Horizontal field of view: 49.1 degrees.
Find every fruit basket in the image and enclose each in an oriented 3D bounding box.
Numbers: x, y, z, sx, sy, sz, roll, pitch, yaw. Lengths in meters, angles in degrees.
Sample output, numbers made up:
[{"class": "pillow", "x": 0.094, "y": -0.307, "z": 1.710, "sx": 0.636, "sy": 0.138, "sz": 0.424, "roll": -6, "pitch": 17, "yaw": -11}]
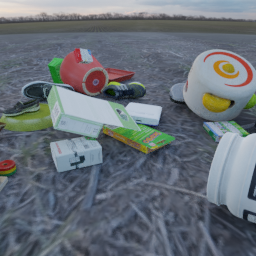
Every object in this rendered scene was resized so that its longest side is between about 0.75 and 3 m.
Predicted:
[{"class": "fruit basket", "x": -3.563, "y": -3.196, "z": 15.366, "sx": 1.087, "sy": 1.508, "sz": 1.508, "roll": 18, "pitch": 29, "yaw": 36}]

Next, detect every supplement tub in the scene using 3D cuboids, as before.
[{"class": "supplement tub", "x": 2.901, "y": 1.062, "z": 5.206, "sx": 2.430, "sy": 1.705, "sz": 1.705, "roll": 15, "pitch": 28, "yaw": 29}]

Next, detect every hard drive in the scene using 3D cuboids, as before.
[{"class": "hard drive", "x": 0.524, "y": -0.543, "z": 10.293, "sx": 1.329, "sy": 0.255, "sz": 2.014, "roll": 8, "pitch": 17, "yaw": 8}]

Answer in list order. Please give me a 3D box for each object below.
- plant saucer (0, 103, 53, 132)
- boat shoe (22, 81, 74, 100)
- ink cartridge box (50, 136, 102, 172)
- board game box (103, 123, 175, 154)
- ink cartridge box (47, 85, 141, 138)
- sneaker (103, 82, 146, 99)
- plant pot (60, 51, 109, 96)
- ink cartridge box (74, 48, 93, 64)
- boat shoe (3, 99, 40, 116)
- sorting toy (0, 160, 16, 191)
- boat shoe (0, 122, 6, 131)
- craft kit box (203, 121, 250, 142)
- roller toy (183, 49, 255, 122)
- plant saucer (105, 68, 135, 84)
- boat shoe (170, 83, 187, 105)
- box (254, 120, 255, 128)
[{"class": "plant saucer", "x": -3.598, "y": -0.491, "z": 10.481, "sx": 2.313, "sy": 0.359, "sz": 2.313, "roll": 1, "pitch": 23, "yaw": 0}, {"class": "boat shoe", "x": -3.547, "y": -1.657, "z": 12.542, "sx": 2.303, "sy": 0.830, "sz": 0.817, "roll": -6, "pitch": 20, "yaw": -17}, {"class": "ink cartridge box", "x": -1.409, "y": 0.670, "z": 7.602, "sx": 1.222, "sy": 0.508, "sz": 0.896, "roll": -9, "pitch": 25, "yaw": -21}, {"class": "board game box", "x": 0.307, "y": 0.221, "z": 8.892, "sx": 1.084, "sy": 0.340, "sz": 2.269, "roll": -20, "pitch": 27, "yaw": -38}, {"class": "ink cartridge box", "x": -1.040, "y": -0.386, "z": 8.350, "sx": 2.461, "sy": 0.590, "sz": 1.791, "roll": 15, "pitch": 24, "yaw": -30}, {"class": "sneaker", "x": -0.189, "y": -1.616, "z": 12.746, "sx": 2.105, "sy": 0.778, "sz": 0.852, "roll": 3, "pitch": 29, "yaw": 26}, {"class": "plant pot", "x": -1.988, "y": -2.522, "z": 13.437, "sx": 2.006, "sy": 2.006, "sz": 1.775, "roll": -17, "pitch": 39, "yaw": -34}, {"class": "ink cartridge box", "x": -1.709, "y": -2.658, "z": 10.374, "sx": 0.274, "sy": 0.474, "sz": 0.816, "roll": -15, "pitch": -2, "yaw": 35}, {"class": "boat shoe", "x": -3.860, "y": -0.767, "z": 10.126, "sx": 1.335, "sy": 0.439, "sz": 0.477, "roll": -16, "pitch": 28, "yaw": -30}, {"class": "sorting toy", "x": -3.585, "y": 1.367, "z": 6.077, "sx": 1.309, "sy": 0.459, "sz": 2.715, "roll": 1, "pitch": 24, "yaw": 3}, {"class": "boat shoe", "x": -4.292, "y": 0.018, "z": 9.122, "sx": 0.326, "sy": 0.326, "sz": 0.905, "roll": 17, "pitch": 13, "yaw": -1}, {"class": "craft kit box", "x": 3.216, "y": 0.096, "z": 9.271, "sx": 1.111, "sy": 0.273, "sz": 1.125, "roll": -5, "pitch": 24, "yaw": -5}, {"class": "roller toy", "x": 3.324, "y": -1.600, "z": 10.218, "sx": 2.598, "sy": 1.815, "sz": 2.370, "roll": -20, "pitch": 59, "yaw": -22}, {"class": "plant saucer", "x": -1.045, "y": -2.991, "z": 16.179, "sx": 2.180, "sy": 0.401, "sz": 2.184, "roll": 18, "pitch": 30, "yaw": 35}, {"class": "boat shoe", "x": 3.170, "y": -1.377, "z": 11.843, "sx": 2.882, "sy": 0.989, "sz": 0.816, "roll": 5, "pitch": -16, "yaw": 0}, {"class": "box", "x": 5.491, "y": -0.237, "z": 8.828, "sx": 1.908, "sy": 1.185, "sz": 1.923, "roll": -6, "pitch": 24, "yaw": -14}]
